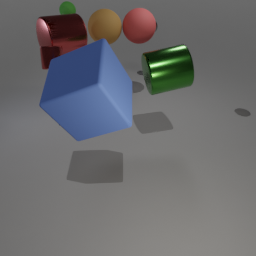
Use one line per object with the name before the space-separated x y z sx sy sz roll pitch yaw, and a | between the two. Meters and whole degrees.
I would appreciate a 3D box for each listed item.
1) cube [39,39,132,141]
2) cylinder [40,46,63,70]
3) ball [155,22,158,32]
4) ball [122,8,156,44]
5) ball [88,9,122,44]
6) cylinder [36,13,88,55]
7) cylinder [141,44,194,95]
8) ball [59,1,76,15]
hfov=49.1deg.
cube | -0.816 -0.771 6.081 1.400 1.400 1.400 -15 50 20
cylinder | -2.419 -2.239 8.935 0.700 0.700 0.700 -2 14 0
ball | 1.122 -5.046 13.907 0.700 0.700 0.700 0 33 0
ball | 0.464 -4.245 11.680 1.400 1.400 1.400 0 33 0
ball | -0.952 -4.153 11.530 1.400 1.400 1.400 0 33 0
cylinder | -2.406 -3.366 10.190 1.400 1.400 1.400 -20 38 -31
cylinder | 1.278 -1.912 9.238 1.400 1.400 1.400 -13 34 -3
ball | -2.568 -5.008 11.912 0.700 0.700 0.700 0 33 0
